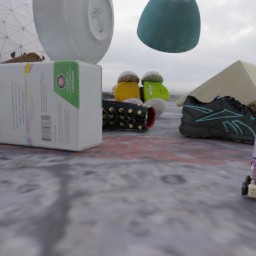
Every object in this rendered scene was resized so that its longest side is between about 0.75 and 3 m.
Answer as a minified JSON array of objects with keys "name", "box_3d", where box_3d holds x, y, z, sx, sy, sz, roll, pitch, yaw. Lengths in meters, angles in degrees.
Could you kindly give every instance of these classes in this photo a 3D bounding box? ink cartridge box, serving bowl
[{"name":"ink cartridge box","box_3d":[-1.709,-0.483,5.754,2.255,1.638,0.986,3,8,23]},{"name":"serving bowl","box_3d":[-1.036,-2.736,6.877,0.898,2.729,2.729,10,11,24]}]

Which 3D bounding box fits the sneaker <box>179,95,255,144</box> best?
[{"name":"sneaker","box_3d":[2.372,-0.217,6.315,2.563,1.016,0.966,5,7,29]}]

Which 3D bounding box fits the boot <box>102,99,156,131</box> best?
[{"name":"boot","box_3d":[-0.479,-0.340,7.654,1.935,0.925,2.562,6,9,23]}]

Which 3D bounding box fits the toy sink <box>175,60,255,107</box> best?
[{"name":"toy sink","box_3d":[2.846,-0.791,8.345,2.283,1.279,1.488,-34,-16,36]}]

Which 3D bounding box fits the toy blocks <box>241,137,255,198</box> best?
[{"name":"toy blocks","box_3d":[2.547,-0.237,2.943,2.207,1.858,2.063,4,9,30]}]

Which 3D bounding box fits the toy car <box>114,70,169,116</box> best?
[{"name":"toy car","box_3d":[0.595,-1.377,13.094,2.544,2.227,1.908,-1,-29,-6]}]

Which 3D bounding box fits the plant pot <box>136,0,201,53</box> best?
[{"name":"plant pot","box_3d":[1.318,-3.409,8.415,2.009,1.353,2.009,3,50,-3]}]

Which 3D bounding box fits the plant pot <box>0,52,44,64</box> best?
[{"name":"plant pot","box_3d":[-3.369,-0.737,7.469,2.299,2.149,2.149,-22,18,-32]}]

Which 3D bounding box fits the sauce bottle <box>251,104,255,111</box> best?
[{"name":"sauce bottle","box_3d":[4.377,-0.169,6.892,2.505,0.811,0.811,6,9,26]}]
